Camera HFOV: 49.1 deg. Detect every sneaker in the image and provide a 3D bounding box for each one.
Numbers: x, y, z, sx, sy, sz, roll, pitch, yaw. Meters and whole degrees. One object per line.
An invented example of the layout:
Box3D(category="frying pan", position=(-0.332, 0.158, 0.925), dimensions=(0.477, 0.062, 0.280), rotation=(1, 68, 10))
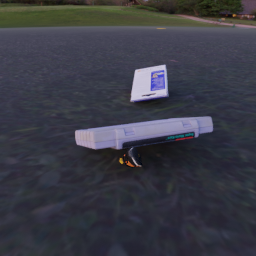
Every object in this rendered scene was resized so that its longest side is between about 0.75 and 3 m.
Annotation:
Box3D(category="sneaker", position=(0.019, 0.591, 5.203), dimensions=(0.395, 0.307, 0.878), rotation=(-11, -17, 9))

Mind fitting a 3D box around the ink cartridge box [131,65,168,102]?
Box3D(category="ink cartridge box", position=(0.765, -1.448, 9.584), dimensions=(1.151, 0.451, 2.430), rotation=(-8, 31, 11))

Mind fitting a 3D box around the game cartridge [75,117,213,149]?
Box3D(category="game cartridge", position=(0.294, 0.094, 5.871), dimensions=(2.512, 0.482, 1.629), rotation=(-7, 7, -21))
